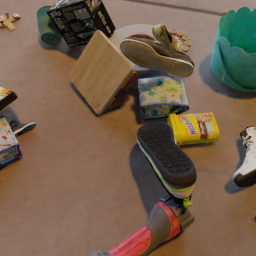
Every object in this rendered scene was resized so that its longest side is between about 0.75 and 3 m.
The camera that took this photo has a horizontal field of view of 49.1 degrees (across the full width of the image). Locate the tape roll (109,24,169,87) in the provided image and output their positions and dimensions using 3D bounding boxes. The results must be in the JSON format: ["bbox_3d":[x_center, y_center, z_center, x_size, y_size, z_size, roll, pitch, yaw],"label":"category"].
[{"bbox_3d":[0.425,-2.735,10.405,2.564,0.847,2.564,-1,56,2],"label":"tape roll"}]

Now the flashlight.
[{"bbox_3d":[0.202,2.666,6.653,2.908,0.988,0.984,-28,70,-20],"label":"flashlight"}]

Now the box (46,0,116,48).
[{"bbox_3d":[-1.737,-4.008,10.445,2.004,1.641,0.863,3,51,37],"label":"box"}]

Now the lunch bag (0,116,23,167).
[{"bbox_3d":[-4.065,0.555,8.188,1.491,0.923,1.267,-26,60,-26],"label":"lunch bag"}]

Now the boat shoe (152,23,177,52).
[{"bbox_3d":[1.112,-2.493,7.785,0.375,1.192,0.435,-14,65,33],"label":"boat shoe"}]

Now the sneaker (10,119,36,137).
[{"bbox_3d":[-3.411,-0.119,9.011,0.782,0.297,0.565,-28,63,-16],"label":"sneaker"}]

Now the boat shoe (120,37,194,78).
[{"bbox_3d":[0.943,-2.335,9.017,2.521,0.843,0.718,18,46,-10],"label":"boat shoe"}]

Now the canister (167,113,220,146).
[{"bbox_3d":[2.021,0.015,8.748,1.395,0.604,1.036,-4,55,-5],"label":"canister"}]

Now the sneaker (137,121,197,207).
[{"bbox_3d":[0.926,0.896,7.366,1.022,1.180,2.849,-13,33,-4],"label":"sneaker"}]

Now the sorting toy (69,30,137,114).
[{"bbox_3d":[-0.816,-1.835,9.413,1.956,1.968,0.685,52,29,21],"label":"sorting toy"}]

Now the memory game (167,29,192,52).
[{"bbox_3d":[1.791,-3.556,11.486,1.652,0.105,1.652,0,55,0],"label":"memory game"}]

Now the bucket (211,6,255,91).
[{"bbox_3d":[4.330,-2.742,9.910,2.760,1.796,2.760,0,56,1],"label":"bucket"}]

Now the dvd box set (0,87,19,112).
[{"bbox_3d":[-4.395,-0.732,8.791,1.477,0.297,2.018,-43,34,-22],"label":"dvd box set"}]

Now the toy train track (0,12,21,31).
[{"bbox_3d":[-5.646,-4.425,11.939,2.190,0.356,1.256,-37,63,-22],"label":"toy train track"}]

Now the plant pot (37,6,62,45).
[{"bbox_3d":[-3.068,-4.027,11.232,1.200,1.200,1.128,-3,70,-2],"label":"plant pot"}]

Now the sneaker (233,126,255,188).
[{"bbox_3d":[3.575,0.768,8.210,2.302,0.869,1.324,-25,50,-25],"label":"sneaker"}]

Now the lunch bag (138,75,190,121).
[{"bbox_3d":[1.159,-1.022,9.224,1.541,0.982,1.310,-9,55,5],"label":"lunch bag"}]
